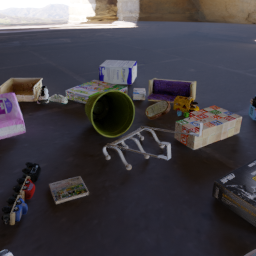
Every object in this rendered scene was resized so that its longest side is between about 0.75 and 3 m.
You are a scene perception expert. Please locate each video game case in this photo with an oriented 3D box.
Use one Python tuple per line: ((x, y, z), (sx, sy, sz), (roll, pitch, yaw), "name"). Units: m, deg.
((-1.560, 1.612, 7.364), (0.873, 0.096, 0.796), (-11, 28, -23), "video game case")

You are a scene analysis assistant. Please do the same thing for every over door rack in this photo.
((0.741, 0.538, 8.436), (2.548, 0.849, 1.882), (-4, 17, 44), "over door rack")

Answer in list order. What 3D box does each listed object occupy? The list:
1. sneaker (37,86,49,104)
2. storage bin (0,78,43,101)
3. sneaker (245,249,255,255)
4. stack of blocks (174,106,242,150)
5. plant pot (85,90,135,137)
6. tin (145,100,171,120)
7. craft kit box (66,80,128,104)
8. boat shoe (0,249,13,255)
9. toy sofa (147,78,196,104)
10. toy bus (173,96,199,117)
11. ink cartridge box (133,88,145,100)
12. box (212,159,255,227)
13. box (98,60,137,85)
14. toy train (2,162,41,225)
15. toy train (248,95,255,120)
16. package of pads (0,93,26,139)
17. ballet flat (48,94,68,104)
((-4.032, -1.553, 13.215), (0.526, 0.571, 1.428), (-5, 28, -14), "sneaker")
((-5.119, -1.853, 13.594), (1.604, 0.752, 1.592), (0, 26, -1), "storage bin")
((2.131, 2.427, 4.674), (1.196, 1.126, 2.921), (12, 27, 35), "sneaker")
((2.777, -0.077, 10.096), (2.285, 0.669, 1.316), (-16, 31, -28), "stack of blocks")
((-0.856, -0.645, 10.480), (1.673, 1.673, 1.611), (-13, 17, -24), "plant pot")
((1.184, -0.743, 11.307), (1.082, 0.227, 0.606), (-24, 52, 21), "tin")
((-1.504, -1.725, 13.669), (2.177, 0.528, 2.150), (16, 33, 30), "craft kit box")
((-2.601, 2.560, 5.233), (0.284, 0.301, 0.839), (22, 32, 37), "boat shoe")
((2.013, -1.739, 13.049), (2.186, 0.905, 1.067), (10, 25, 25), "toy sofa")
((2.578, -1.007, 12.011), (1.247, 0.645, 1.177), (-7, 27, -13), "toy bus")
((0.547, -1.664, 13.674), (0.591, 0.346, 0.807), (1, 28, 2), "ink cartridge box")
((3.488, 1.565, 6.956), (2.188, 0.529, 1.733), (-17, 31, -30), "box")
((-0.545, -3.214, 16.042), (1.897, 0.995, 1.744), (4, 26, 10), "box")
((-2.638, 1.587, 7.139), (0.521, 0.388, 2.276), (10, 25, -7), "toy train")
((5.784, -0.831, 11.212), (1.810, 1.034, 0.785), (1, 28, 3), "toy train")
((-4.603, -0.461, 10.347), (1.216, 0.764, 2.018), (-13, 43, -24), "package of pads")
((-3.284, -1.406, 13.136), (1.120, 0.402, 0.402), (13, 29, 25), "ballet flat")
